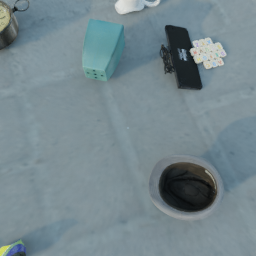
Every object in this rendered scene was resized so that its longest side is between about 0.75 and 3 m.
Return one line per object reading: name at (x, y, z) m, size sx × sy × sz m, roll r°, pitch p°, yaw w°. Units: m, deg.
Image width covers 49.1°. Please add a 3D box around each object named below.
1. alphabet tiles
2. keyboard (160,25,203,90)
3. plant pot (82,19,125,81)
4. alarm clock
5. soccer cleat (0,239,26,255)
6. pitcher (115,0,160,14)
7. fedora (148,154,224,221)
alphabet tiles at (2.542, -2.387, 8.868) m, size 1.097 × 0.080 × 1.073 m, roll -16°, pitch 72°, yaw -14°
keyboard at (1.511, -2.195, 8.786) m, size 1.242 × 0.473 × 2.386 m, roll 4°, pitch 63°, yaw -23°
plant pot at (-0.801, -2.250, 8.397) m, size 1.055 × 1.055 × 1.493 m, roll 13°, pitch 73°, yaw 6°
alarm clock at (-4.217, -3.383, 8.964) m, size 2.555 × 0.850 × 1.723 m, roll -41°, pitch 72°, yaw -14°
soccer cleat at (-3.001, 3.071, 6.456) m, size 1.375 × 0.445 × 0.575 m, roll -26°, pitch 39°, yaw -6°
pitcher at (0.347, -4.614, 8.967) m, size 1.583 × 1.846 × 1.119 m, roll -6°, pitch 67°, yaw -4°
fedora at (1.415, 1.456, 6.815) m, size 1.733 × 0.782 × 1.533 m, roll 4°, pitch 70°, yaw 16°
